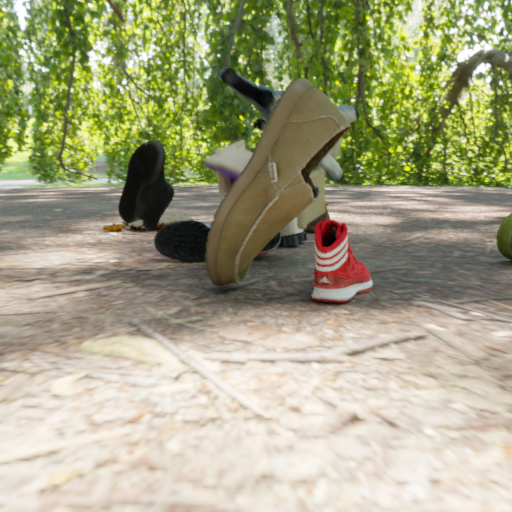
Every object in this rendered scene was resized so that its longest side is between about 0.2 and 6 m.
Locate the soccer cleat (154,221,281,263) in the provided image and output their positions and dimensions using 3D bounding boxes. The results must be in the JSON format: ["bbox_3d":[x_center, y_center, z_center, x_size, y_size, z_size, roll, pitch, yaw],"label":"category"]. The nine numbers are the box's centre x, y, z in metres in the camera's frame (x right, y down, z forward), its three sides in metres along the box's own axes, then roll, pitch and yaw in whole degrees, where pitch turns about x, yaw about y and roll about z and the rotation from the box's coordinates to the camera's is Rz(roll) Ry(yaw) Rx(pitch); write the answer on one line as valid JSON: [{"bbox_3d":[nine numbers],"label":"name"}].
[{"bbox_3d":[-0.769,-0.246,11.246,2.489,0.849,0.911,-4,-14,-5],"label":"soccer cleat"}]

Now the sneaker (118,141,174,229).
[{"bbox_3d":[-2.012,-1.345,10.860,0.639,2.127,1.109,39,32,17],"label":"sneaker"}]

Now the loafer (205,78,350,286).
[{"bbox_3d":[0.292,-0.900,8.101,1.099,3.258,1.239,28,11,11],"label":"loafer"}]

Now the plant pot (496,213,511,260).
[{"bbox_3d":[5.276,-0.245,10.435,1.111,1.111,1.055,-2,22,-10],"label":"plant pot"}]

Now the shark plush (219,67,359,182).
[{"bbox_3d":[0.540,-2.369,10.688,1.432,1.562,3.437,7,-1,43],"label":"shark plush"}]

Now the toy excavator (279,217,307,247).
[{"bbox_3d":[0.276,-0.699,13.606,1.870,0.934,1.818,-6,6,19],"label":"toy excavator"}]

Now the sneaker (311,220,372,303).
[{"bbox_3d":[1.324,-0.010,8.291,0.746,1.100,1.904,3,10,17],"label":"sneaker"}]

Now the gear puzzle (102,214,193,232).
[{"bbox_3d":[-3.144,-0.866,16.179,2.536,0.332,1.314,-9,14,-29],"label":"gear puzzle"}]

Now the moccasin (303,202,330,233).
[{"bbox_3d":[1.448,-1.440,16.703,1.141,1.204,3.119,-1,9,-3],"label":"moccasin"}]

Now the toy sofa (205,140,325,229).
[{"bbox_3d":[0.125,-1.412,11.248,2.435,1.008,1.188,27,47,37],"label":"toy sofa"}]
